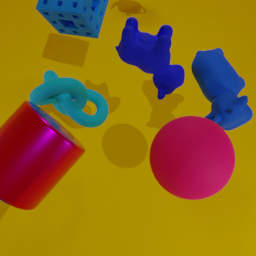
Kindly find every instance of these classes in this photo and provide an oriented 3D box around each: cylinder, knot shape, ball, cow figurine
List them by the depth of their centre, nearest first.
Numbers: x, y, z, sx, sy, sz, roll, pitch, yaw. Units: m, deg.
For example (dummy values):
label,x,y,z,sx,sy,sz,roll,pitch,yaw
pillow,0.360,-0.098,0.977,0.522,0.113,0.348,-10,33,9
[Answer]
label,x,y,z,sx,sy,sz,roll,pitch,yaw
ball,0.984,0.457,4.382,1.296,1.296,1.296,0,66,0
cow figurine,0.363,-1.049,4.484,1.199,1.180,0.658,13,47,0
cylinder,-1.678,0.457,4.846,1.355,1.355,1.355,40,86,16
cow figurine,1.835,-0.826,5.686,1.732,0.951,1.704,58,32,1
knot shape,-1.169,-0.591,6.016,1.618,1.729,0.799,24,91,-13

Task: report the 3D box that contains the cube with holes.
label,x,y,z,sx,sy,sz,roll,pitch,yaw
cube with holes,-1.176,-2.766,6.197,1.036,1.036,1.036,13,83,17
